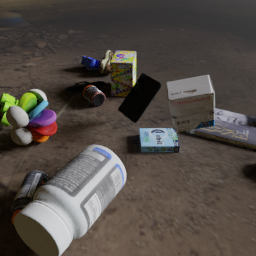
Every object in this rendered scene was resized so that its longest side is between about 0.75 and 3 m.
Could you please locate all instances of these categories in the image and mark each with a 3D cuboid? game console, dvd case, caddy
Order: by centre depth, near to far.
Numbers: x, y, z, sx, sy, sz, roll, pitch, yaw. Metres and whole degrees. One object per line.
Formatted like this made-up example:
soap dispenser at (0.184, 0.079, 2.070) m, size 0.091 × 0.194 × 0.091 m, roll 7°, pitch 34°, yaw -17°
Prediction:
game console at (0.515, -1.136, 10.948) m, size 1.022 × 1.755 × 1.544 m, roll 36°, pitch 6°, yaw 9°
dvd case at (4.131, -0.098, 11.474) m, size 2.960 × 0.236 × 2.201 m, roll 14°, pitch 36°, yaw 21°
caddy at (-2.287, -3.885, 16.988) m, size 1.306 × 0.686 × 0.924 m, roll 26°, pitch 19°, yaw 35°

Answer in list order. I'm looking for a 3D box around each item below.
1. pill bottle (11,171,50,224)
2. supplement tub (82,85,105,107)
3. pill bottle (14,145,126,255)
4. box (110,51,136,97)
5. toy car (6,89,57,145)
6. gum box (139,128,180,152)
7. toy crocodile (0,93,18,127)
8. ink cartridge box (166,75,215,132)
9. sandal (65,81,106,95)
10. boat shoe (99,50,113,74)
pill bottle at (-2.673, 1.972, 7.718) m, size 0.820 × 0.820 × 1.544 m, roll 0°, pitch 33°, yaw 0°
supplement tub at (-1.686, -1.602, 13.368) m, size 0.730 × 0.730 × 1.364 m, roll -19°, pitch 38°, yaw -26°
pill bottle at (-1.380, 1.793, 7.263) m, size 1.607 × 1.607 × 2.824 m, roll 17°, pitch 35°, yaw 24°
box at (-0.189, -2.781, 14.229) m, size 1.118 × 1.766 × 1.833 m, roll 4°, pitch 32°, yaw 5°
toy car at (-3.293, -0.315, 10.126) m, size 1.475 × 1.967 × 1.722 m, roll 15°, pitch 40°, yaw 13°
gum box at (1.152, 0.450, 10.548) m, size 1.405 × 0.313 × 1.194 m, roll -1°, pitch 33°, yaw -1°
toy crocodile at (-5.210, -0.840, 12.240) m, size 0.827 × 0.756 × 2.450 m, roll 29°, pitch 13°, yaw -36°
ink cartridge box at (1.961, -0.703, 8.672) m, size 1.308 × 1.792 × 0.755 m, roll -9°, pitch 56°, yaw 11°
sandal at (-2.225, -2.216, 14.548) m, size 2.203 × 0.472 × 0.838 m, roll -18°, pitch 37°, yaw -25°
boat shoe at (-1.076, -3.897, 16.937) m, size 0.939 × 0.937 × 2.537 m, roll 15°, pitch 39°, yaw -2°
